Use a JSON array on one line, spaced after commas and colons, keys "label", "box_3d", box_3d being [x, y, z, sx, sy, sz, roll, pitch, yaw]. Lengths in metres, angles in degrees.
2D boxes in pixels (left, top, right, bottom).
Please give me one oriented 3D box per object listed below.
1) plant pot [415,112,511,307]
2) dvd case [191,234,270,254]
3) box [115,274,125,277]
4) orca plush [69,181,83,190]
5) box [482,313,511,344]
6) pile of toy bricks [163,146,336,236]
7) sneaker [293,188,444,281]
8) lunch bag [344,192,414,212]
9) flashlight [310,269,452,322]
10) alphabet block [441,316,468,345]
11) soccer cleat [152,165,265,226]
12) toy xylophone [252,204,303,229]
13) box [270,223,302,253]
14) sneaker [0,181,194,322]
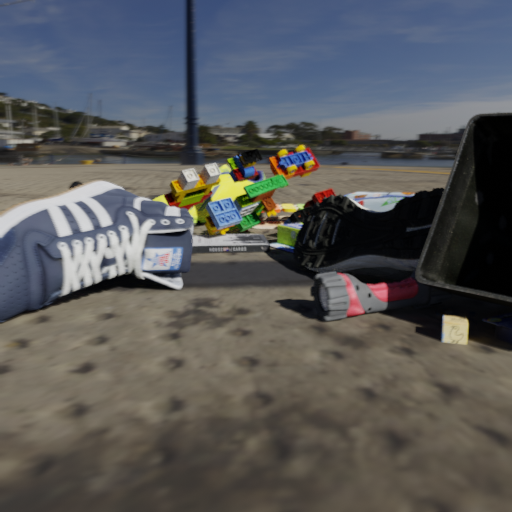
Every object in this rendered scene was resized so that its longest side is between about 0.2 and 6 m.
[{"label": "plant pot", "box_3d": [3.175, -0.203, 5.800, 1.742, 1.959, 1.964, 27, -9, -40]}, {"label": "dvd case", "box_3d": [-0.518, -0.232, 10.361, 1.448, 0.179, 1.088, -2, 12, -5]}, {"label": "box", "box_3d": [-2.257, -0.044, 8.728, 0.865, 0.483, 1.225, 4, 12, 8]}, {"label": "orca plush", "box_3d": [-3.551, -0.839, 10.086, 1.716, 1.160, 3.262, 22, 21, 28]}, {"label": "box", "box_3d": [2.845, 0.770, 5.416, 0.670, 0.179, 1.105, -7, 13, -30]}, {"label": "pile of toy bricks", "box_3d": [-0.117, -1.008, 11.510, 3.405, 1.889, 1.681, -20, -16, -34]}, {"label": "sneaker", "box_3d": [1.805, -0.122, 8.009, 1.313, 1.224, 3.311, 31, -16, -36]}, {"label": "lunch bag", "box_3d": [3.109, -0.930, 12.014, 2.449, 0.925, 1.963, 5, 10, 27]}, {"label": "flashlight", "box_3d": [1.442, 0.369, 6.341, 1.612, 0.548, 0.546, -8, -18, -16]}, {"label": "alphabet block", "box_3d": [1.956, 0.731, 5.524, 0.232, 0.227, 0.228, 2, 14, 17]}, {"label": "soccer cleat", "box_3d": [-1.119, -1.479, 13.430, 3.311, 1.385, 1.070, -9, 14, -37]}, {"label": "toy xylophone", "box_3d": [0.670, -1.008, 13.154, 2.296, 0.577, 1.681, -1, 11, -8]}, {"label": "box", "box_3d": [1.249, -0.373, 10.460, 1.796, 0.428, 1.095, -6, 12, -31]}, {"label": "sneaker", "box_3d": [-1.885, 0.011, 6.783, 1.772, 1.145, 3.266, 19, 28, 10]}]
